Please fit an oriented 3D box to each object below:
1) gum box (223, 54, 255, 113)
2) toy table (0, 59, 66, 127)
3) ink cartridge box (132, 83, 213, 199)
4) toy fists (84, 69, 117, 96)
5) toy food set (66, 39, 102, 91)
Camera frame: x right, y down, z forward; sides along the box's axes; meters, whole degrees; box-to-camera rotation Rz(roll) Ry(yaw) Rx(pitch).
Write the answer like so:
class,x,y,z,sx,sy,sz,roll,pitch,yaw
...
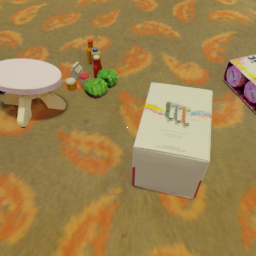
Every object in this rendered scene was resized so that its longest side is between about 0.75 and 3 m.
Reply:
class,x,y,z,sx,sy,sz,roll,pitch,yaw
gum box,4.832,-1.412,9.769,1.554,0.905,2.738,-15,50,-15
toy table,-3.305,-1.294,9.345,2.407,1.410,2.213,16,50,13
ink cartridge box,1.224,0.264,7.656,1.786,1.794,2.469,10,49,9
toy fists,-0.949,-1.705,10.338,0.740,0.499,1.451,26,51,21
toy food set,-1.581,-2.388,10.627,1.029,0.970,2.156,18,50,16
